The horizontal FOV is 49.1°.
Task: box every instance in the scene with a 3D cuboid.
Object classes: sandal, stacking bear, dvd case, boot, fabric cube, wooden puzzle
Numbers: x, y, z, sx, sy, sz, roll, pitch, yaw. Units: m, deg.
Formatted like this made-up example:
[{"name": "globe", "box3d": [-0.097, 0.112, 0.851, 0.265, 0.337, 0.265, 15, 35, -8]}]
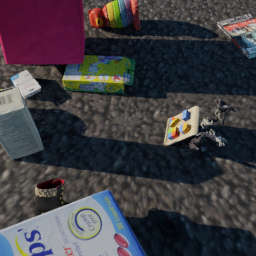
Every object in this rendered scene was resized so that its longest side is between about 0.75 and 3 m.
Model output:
[{"name": "sandal", "box3d": [1.039, 2.630, 7.569, 1.234, 0.295, 0.464, 35, 62, 22]}, {"name": "stacking bear", "box3d": [-0.643, -5.048, 12.558, 2.207, 1.340, 1.255, -9, 48, 2]}, {"name": "dvd case", "box3d": [5.368, -4.137, 12.412, 1.819, 0.274, 2.492, -18, 56, -13]}, {"name": "boot", "box3d": [-1.757, 1.892, 7.335, 1.512, 1.139, 0.553, -5, 22, -32]}, {"name": "fabric cube", "box3d": [-3.137, -4.291, 10.427, 2.914, 2.905, 2.859, -2, 39, -5]}, {"name": "wooden puzzle", "box3d": [1.709, -0.105, 9.086, 0.290, 1.251, 1.159, 37, 50, -28]}]

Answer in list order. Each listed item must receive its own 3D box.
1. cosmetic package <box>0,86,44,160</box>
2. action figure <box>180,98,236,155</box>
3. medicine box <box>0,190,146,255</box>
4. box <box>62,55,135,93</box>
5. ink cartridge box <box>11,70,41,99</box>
[{"name": "cosmetic package", "box3d": [-3.395, -0.089, 8.384, 1.102, 2.132, 0.930, -19, 55, -15]}, {"name": "action figure", "box3d": [2.564, 0.152, 8.730, 1.038, 2.034, 1.209, 33, 15, -6]}, {"name": "medicine box", "box3d": [-1.191, 3.205, 6.071, 2.894, 1.490, 2.636, -16, 55, -28]}, {"name": "box", "box3d": [-1.050, -2.096, 10.754, 2.581, 0.624, 1.514, 3, 54, 5]}, {"name": "ink cartridge box", "box3d": [-3.773, -1.576, 10.500, 0.693, 0.399, 1.196, -33, 61, -21]}]
